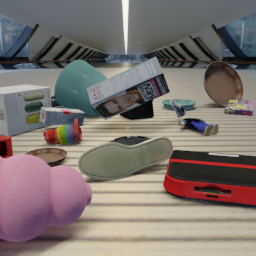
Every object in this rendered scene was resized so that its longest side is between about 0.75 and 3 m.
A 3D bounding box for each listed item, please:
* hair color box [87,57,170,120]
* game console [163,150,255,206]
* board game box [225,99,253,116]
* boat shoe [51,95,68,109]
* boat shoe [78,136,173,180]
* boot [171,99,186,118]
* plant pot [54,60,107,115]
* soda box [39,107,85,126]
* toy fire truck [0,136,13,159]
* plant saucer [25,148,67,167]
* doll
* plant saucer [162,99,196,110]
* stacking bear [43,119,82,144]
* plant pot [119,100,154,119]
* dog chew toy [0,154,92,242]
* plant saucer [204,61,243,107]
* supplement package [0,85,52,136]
[{"bbox_3d":[0.045,-1.488,11.057,2.935,0.890,1.453,-22,-28,10],"label":"hair color box"},{"bbox_3d":[2.431,1.124,6.856,2.954,0.458,2.612,4,10,12],"label":"game console"},{"bbox_3d":[5.824,-1.109,14.699,1.312,0.353,2.186,2,19,23],"label":"board game box"},{"bbox_3d":[-3.546,-1.440,14.725,2.967,1.013,1.095,-12,20,-37],"label":"boat shoe"},{"bbox_3d":[-0.113,0.683,7.356,2.550,0.953,0.846,-16,9,-20],"label":"boat shoe"},{"bbox_3d":[2.205,-0.912,12.154,0.347,0.955,0.431,-16,-17,-28],"label":"boot"},{"bbox_3d":[-1.923,-1.754,13.495,1.984,2.473,2.473,29,27,22],"label":"plant pot"},{"bbox_3d":[-2.655,-0.460,11.400,1.749,0.597,0.555,2,16,-41],"label":"soda box"},{"bbox_3d":[-4.846,0.458,8.673,2.573,0.627,1.815,-3,16,-10],"label":"toy fire truck"},{"bbox_3d":[-2.370,0.856,8.042,1.233,0.212,1.233,1,16,0],"label":"plant saucer"},{"bbox_3d":[2.651,-0.158,11.200,1.285,0.456,1.883,-7,17,-27],"label":"doll"},{"bbox_3d":[2.797,-1.279,15.425,1.886,0.339,1.886,0,15,0],"label":"plant saucer"},{"bbox_3d":[-2.239,0.219,9.532,1.221,0.741,0.694,-10,44,-1],"label":"stacking bear"},{"bbox_3d":[0.270,-1.110,13.198,1.236,1.393,1.390,-21,24,-28],"label":"plant pot"},{"bbox_3d":[-1.935,1.141,4.666,2.657,1.655,1.655,2,14,-19],"label":"dog chew toy"},{"bbox_3d":[5.367,-2.446,15.996,2.777,2.777,0.478,-7,-11,-24],"label":"plant saucer"},{"bbox_3d":[-4.422,-0.797,11.241,1.618,1.630,2.148,10,18,32],"label":"supplement package"}]
